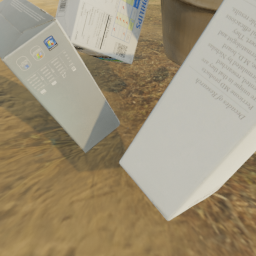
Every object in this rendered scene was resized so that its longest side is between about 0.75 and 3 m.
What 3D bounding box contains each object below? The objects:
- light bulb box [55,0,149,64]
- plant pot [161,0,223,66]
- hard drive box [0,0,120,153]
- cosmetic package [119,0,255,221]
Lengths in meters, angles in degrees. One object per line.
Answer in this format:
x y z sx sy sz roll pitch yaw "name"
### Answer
-0.674 -2.693 6.893 1.825 1.809 1.139 10 8 -41 "light bulb box"
1.672 -2.528 6.180 2.360 2.048 2.360 4 48 -4 "plant pot"
-1.378 -0.948 5.122 0.931 2.423 1.889 -41 48 -8 "hard drive box"
1.312 -0.370 3.382 1.511 2.980 1.062 -9 49 -49 "cosmetic package"
